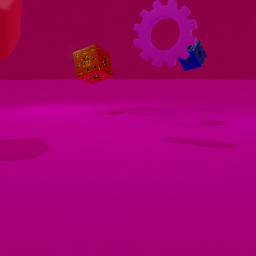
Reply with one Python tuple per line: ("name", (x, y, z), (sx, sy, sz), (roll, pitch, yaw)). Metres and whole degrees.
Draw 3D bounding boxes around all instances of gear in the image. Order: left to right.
("gear", (1.006, -2.570, 7.692), (1.721, 1.721, 0.318), (4, 10, 22))

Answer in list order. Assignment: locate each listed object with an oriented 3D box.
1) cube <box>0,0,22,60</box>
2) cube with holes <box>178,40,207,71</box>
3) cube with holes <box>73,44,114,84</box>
("cube", (-3.599, -2.794, 7.173), (1.362, 1.362, 1.362), (11, 42, -13))
("cube with holes", (2.391, -2.705, 10.493), (0.726, 0.726, 0.726), (-7, 40, 42))
("cube with holes", (-1.594, -2.916, 13.002), (1.245, 1.245, 1.245), (-14, -11, 25))
